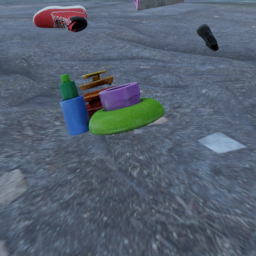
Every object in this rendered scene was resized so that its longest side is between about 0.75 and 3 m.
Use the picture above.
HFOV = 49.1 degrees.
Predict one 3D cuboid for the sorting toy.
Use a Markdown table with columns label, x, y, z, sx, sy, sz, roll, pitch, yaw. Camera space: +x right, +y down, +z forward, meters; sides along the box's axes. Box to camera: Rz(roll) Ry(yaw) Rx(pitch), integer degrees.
| label | x | y | z | sx | sy | sz | roll | pitch | yaw |
| --- | --- | --- | --- | --- | --- | --- | --- | --- | --- |
| sorting toy | -0.424 | -0.531 | 4.544 | 1.363 | 0.931 | 2.268 | -20 | 14 | -19 |

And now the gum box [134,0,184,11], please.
| label | x | y | z | sx | sy | sz | roll | pitch | yaw |
| --- | --- | --- | --- | --- | --- | --- | --- | --- | --- |
| gum box | 0.992 | -4.807 | 9.715 | 1.811 | 0.599 | 1.028 | -12 | 74 | -5 |

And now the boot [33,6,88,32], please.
| label | x | y | z | sx | sy | sz | roll | pitch | yaw |
| --- | --- | --- | --- | --- | --- | --- | --- | --- | --- |
| boot | -1.989 | -3.088 | 8.148 | 1.612 | 0.584 | 1.163 | -10 | 43 | -2 |

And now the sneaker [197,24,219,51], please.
| label | x | y | z | sx | sy | sz | roll | pitch | yaw |
| --- | --- | --- | --- | --- | --- | --- | --- | --- | --- |
| sneaker | 2.696 | -2.973 | 9.252 | 1.145 | 0.435 | 0.519 | 31 | 27 | -41 |
